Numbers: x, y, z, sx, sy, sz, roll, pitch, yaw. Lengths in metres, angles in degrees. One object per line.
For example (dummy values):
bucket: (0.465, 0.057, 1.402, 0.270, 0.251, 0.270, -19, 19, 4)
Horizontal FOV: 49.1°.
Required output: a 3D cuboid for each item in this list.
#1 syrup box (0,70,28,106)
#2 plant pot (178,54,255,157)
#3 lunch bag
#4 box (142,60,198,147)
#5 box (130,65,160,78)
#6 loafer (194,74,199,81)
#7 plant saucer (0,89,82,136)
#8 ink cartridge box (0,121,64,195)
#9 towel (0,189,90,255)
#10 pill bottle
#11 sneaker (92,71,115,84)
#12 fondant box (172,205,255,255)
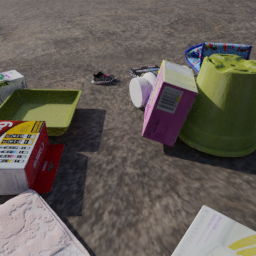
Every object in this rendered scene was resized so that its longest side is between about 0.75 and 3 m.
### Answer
syrup box: (-5.094, -1.325, 10.451, 2.427, 0.988, 0.955, -27, 43, -33)
plant pot: (2.854, -0.827, 8.295, 2.552, 2.346, 2.552, 4, 32, -2)
lunch bag: (4.070, -3.309, 13.355, 2.219, 1.387, 2.948, 1, 17, -5)
box: (1.229, -0.830, 8.606, 1.006, 1.831, 2.082, 18, 30, -2)
box: (0.944, -2.442, 12.694, 1.400, 0.348, 1.389, -10, 33, -16)
loafer: (3.171, -2.104, 12.143, 0.952, 0.358, 0.332, 21, 18, 28)
plant saucer: (-2.997, -0.498, 9.524, 2.571, 0.616, 2.568, 1, 33, 1)
ink cartridge box: (-2.826, 0.704, 7.443, 1.880, 0.898, 2.142, 0, 33, -2)
towel: (-2.364, 2.585, 4.988, 2.939, 0.474, 2.807, -28, 42, -36)
pill bottle: (1.270, -1.532, 10.480, 2.230, 1.270, 1.270, -15, 36, -20)
sneaker: (-1.086, -2.268, 12.336, 1.090, 0.477, 0.402, -14, 36, -20)
fondant box: (1.910, 2.704, 4.168, 2.759, 0.804, 1.990, 24, 53, 31)
